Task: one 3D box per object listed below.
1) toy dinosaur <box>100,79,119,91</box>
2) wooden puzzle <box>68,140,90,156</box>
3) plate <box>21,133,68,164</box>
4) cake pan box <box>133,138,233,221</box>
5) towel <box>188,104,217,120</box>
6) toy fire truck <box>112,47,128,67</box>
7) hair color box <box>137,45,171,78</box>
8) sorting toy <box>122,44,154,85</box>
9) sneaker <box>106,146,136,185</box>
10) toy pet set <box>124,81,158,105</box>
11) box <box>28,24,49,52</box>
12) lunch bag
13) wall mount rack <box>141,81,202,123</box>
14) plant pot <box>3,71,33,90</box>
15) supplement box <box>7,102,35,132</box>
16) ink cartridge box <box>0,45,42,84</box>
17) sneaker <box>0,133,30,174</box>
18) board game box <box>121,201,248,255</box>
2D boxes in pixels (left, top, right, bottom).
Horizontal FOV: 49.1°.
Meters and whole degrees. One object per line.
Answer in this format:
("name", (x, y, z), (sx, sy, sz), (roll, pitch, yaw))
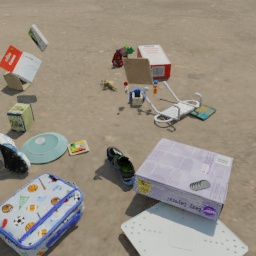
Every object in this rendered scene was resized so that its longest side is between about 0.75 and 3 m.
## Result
("toy dinosaur", (-1.009, -2.311, 14.699), (0.723, 0.416, 1.430), (-19, 40, -26))
("wooden puzzle", (-1.919, 0.735, 10.791), (0.756, 0.141, 0.699), (-11, 38, -15))
("plate", (-3.232, 0.668, 10.755), (1.796, 0.230, 1.796), (-2, 38, 2))
("cake pan box", (1.873, 1.419, 9.000), (2.611, 0.741, 2.835), (17, 28, 18))
("towel", (3.421, -0.747, 12.831), (0.836, 0.124, 1.139), (29, 44, 33))
("toy fire truck", (-0.462, -4.330, 16.917), (1.208, 1.014, 0.677), (-29, 45, -33))
("hair color box", (1.469, -3.952, 16.503), (1.484, 0.895, 2.924), (-4, 37, -5))
("sorting toy", (0.294, -2.047, 9.053), (1.049, 1.420, 0.209), (12, 45, 30))
("sneaker", (-0.199, 1.161, 9.704), (0.634, 0.741, 1.788), (-16, 39, -23))
("toy pet set", (0.570, -1.834, 13.198), (1.540, 1.437, 0.818), (0, 45, 0))
("box", (-4.277, -4.261, 13.337), (0.198, 1.087, 0.785), (-41, 9, -33))
("lunch bag", (-2.412, 2.378, 7.968), (1.888, 0.890, 2.356), (23, 43, 26))
("wall mount rack", (1.964, -1.231, 12.773), (2.638, 0.983, 2.292), (-27, 35, -33))
("plant pot", (-5.821, -2.651, 14.700), (0.963, 1.087, 1.088), (-3, 35, 16))
("supplement box", (-4.473, -0.452, 11.746), (0.611, 0.910, 0.909), (6, 37, 8))
("ink cartridge box", (-3.436, -2.075, 9.017), (0.254, 1.074, 0.860), (-8, 57, 51))
("sneaker", (-4.348, 0.779, 10.152), (2.554, 0.918, 0.926), (28, 27, 25))
("board game box", (1.451, 3.014, 7.552), (2.447, 0.317, 2.448), (-21, 42, -27))
